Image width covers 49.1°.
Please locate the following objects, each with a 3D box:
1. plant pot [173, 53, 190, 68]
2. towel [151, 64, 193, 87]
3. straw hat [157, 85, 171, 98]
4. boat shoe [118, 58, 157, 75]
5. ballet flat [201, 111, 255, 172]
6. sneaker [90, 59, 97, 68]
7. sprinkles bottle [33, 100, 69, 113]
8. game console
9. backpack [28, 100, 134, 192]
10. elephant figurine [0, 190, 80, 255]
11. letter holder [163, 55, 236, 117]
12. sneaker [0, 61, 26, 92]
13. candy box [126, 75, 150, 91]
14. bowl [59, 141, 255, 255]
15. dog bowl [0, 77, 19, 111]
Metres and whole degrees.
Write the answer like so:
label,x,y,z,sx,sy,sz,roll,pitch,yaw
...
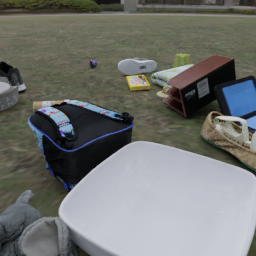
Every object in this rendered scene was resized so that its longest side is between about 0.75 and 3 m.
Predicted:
label,x,y,z,sx,sy,sz,roll,pitch,yaw
plant pot,2.559,-3.044,13.294,0.964,0.886,0.964,0,26,0
towel,2.562,-1.972,11.427,2.202,0.619,2.572,-15,31,-31
straw hat,1.513,-1.457,10.757,0.814,0.345,0.814,1,27,0
boat shoe,0.353,-3.011,13.411,2.066,0.741,0.700,-12,30,-28
ballet flat,2.818,0.314,6.650,0.958,0.887,2.718,-18,32,-31
sneaker,-1.769,-3.365,14.545,0.372,0.357,0.949,0,28,-12
sprinkles bottle,-2.491,-0.699,9.202,1.156,0.395,0.395,-4,27,-6
game console,3.763,-0.614,8.141,2.063,1.201,1.814,-19,32,-31
backpack,-1.137,0.222,6.253,1.895,1.397,2.076,-23,36,-38
elephant figurine,-1.124,1.759,3.792,1.623,1.259,1.148,14,1,11
letter holder,2.211,-1.514,9.193,2.094,1.053,1.488,-30,35,-13
sneaker,-5.116,-2.179,11.325,2.459,1.113,0.817,16,30,29
candy box,0.407,-1.911,11.775,0.792,0.205,1.550,-8,27,-4
bowl,0.565,1.374,4.459,2.600,0.972,2.604,14,30,27
dog bowl,-4.942,-1.143,9.776,2.274,0.667,2.274,0,26,0
